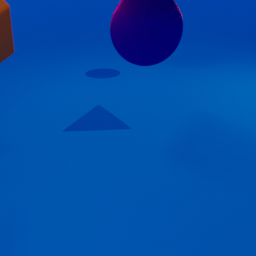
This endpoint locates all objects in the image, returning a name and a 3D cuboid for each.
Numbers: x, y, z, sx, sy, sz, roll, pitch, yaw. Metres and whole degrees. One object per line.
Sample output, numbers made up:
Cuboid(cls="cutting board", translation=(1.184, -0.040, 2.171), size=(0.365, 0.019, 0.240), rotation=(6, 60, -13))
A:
Cuboid(cls="cube", translation=(-2.738, -1.555, 4.250), size=(1.326, 1.326, 1.326), rotation=(43, 66, -3))
Cuboid(cls="cone", translation=(0.345, -2.466, 6.685), size=(1.578, 1.578, 1.584), rotation=(-2, 28, -4))
